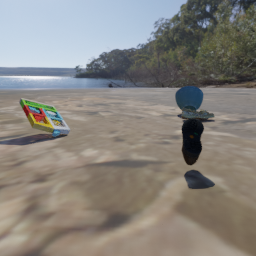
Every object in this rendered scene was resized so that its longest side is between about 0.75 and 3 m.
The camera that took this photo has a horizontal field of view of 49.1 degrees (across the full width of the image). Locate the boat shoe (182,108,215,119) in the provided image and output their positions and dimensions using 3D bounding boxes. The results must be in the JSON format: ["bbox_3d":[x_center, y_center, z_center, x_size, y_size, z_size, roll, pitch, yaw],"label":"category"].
[{"bbox_3d":[2.144,-0.437,8.512,1.038,0.325,0.380,0,-1,-12],"label":"boat shoe"}]

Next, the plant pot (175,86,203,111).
[{"bbox_3d":[2.200,-0.916,10.057,1.012,1.012,0.681,2,53,9],"label":"plant pot"}]

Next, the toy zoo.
[{"bbox_3d":[-1.846,-0.221,6.276,0.863,0.135,1.316,13,24,-42],"label":"toy zoo"}]

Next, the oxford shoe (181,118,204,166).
[{"bbox_3d":[0.881,0.178,3.961,0.311,0.362,0.857,12,41,11],"label":"oxford shoe"}]
